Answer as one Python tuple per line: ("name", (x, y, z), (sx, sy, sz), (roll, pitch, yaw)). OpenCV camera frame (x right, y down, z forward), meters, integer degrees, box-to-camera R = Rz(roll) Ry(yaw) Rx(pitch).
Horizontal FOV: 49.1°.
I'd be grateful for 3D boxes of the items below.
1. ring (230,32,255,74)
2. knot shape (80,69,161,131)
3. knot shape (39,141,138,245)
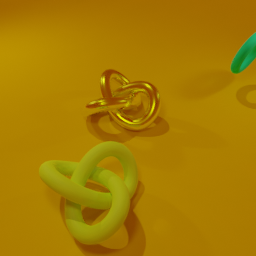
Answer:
("ring", (3.447, -2.144, 7.993), (1.372, 1.372, 0.274), (-33, 65, -31))
("knot shape", (-0.067, -0.715, 7.450), (1.953, 0.964, 2.087), (21, 46, 21))
("knot shape", (-0.546, 1.037, 5.405), (1.851, 0.914, 1.978), (-28, 59, -34))
